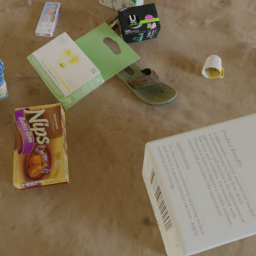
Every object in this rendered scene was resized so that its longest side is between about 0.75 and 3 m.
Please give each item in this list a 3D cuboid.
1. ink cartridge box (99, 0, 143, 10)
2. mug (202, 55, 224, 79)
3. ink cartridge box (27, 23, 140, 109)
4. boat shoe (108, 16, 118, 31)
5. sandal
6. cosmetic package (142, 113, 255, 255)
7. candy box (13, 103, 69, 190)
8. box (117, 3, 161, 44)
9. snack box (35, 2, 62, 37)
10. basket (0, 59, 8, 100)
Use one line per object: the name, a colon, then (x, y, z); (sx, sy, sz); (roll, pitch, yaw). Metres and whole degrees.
ink cartridge box: (-0.272, -5.004, 10.312); (1.618, 1.186, 0.672); (25, 65, 12)
mug: (2.776, -1.981, 9.121); (0.598, 0.747, 0.613); (3, 62, 28)
ink cartridge box: (-1.412, -2.256, 8.983); (2.940, 0.705, 2.139); (-37, 68, -7)
boat shoe: (-0.396, -3.920, 10.218); (0.329, 0.357, 1.000); (38, 73, 13)
sandal: (0.442, -1.528, 8.782); (2.456, 0.701, 0.975); (38, 69, 18)
cosmetic package: (1.972, 1.383, 6.379); (2.763, 2.279, 2.277); (-14, 64, -6)
candy box: (-2.408, 0.468, 7.789); (1.328, 0.643, 2.277); (-7, 64, -4)
box: (0.366, -3.581, 9.660); (1.282, 0.797, 0.952); (-13, 84, -6)
snack box: (-2.927, -4.043, 10.368); (0.579, 0.196, 1.611); (6, 63, 3)
basket: (-4.496, -1.578, 7.880); (2.069, 2.346, 1.632); (-24, 65, -12)
